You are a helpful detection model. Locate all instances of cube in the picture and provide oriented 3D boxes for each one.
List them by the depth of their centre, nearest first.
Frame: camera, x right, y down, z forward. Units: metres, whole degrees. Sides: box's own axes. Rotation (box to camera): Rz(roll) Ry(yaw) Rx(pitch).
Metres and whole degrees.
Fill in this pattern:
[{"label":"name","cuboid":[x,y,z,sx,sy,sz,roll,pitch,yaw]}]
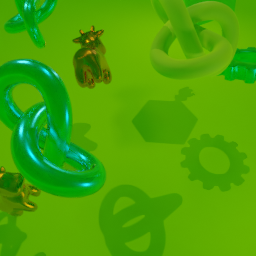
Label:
[{"label":"cube","cuboid":[2.000,-3.708,7.389,1.304,1.304,1.304,-17,71,11]}]

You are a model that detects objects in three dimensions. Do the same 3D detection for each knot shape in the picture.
[{"label":"knot shape","cuboid":[-1.152,-0.007,3.776,0.922,1.868,1.996,-29,20,-16]},{"label":"knot shape","cuboid":[-1.541,-1.936,4.490,0.539,1.092,1.167,3,29,-44]},{"label":"knot shape","cuboid":[1.054,-1.757,4.967,2.057,0.950,1.925,-34,83,-40]}]

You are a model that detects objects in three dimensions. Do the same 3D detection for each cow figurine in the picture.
[{"label":"cow figurine","cuboid":[-1.908,1.057,4.528,0.978,0.963,0.537,-27,45,32]},{"label":"cow figurine","cuboid":[-0.963,-1.840,7.068,0.909,1.629,1.656,-15,4,11]}]

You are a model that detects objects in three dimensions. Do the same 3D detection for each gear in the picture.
[{"label":"gear","cuboid":[2.915,-1.532,6.662,1.784,0.330,1.784,-4,30,2]}]
